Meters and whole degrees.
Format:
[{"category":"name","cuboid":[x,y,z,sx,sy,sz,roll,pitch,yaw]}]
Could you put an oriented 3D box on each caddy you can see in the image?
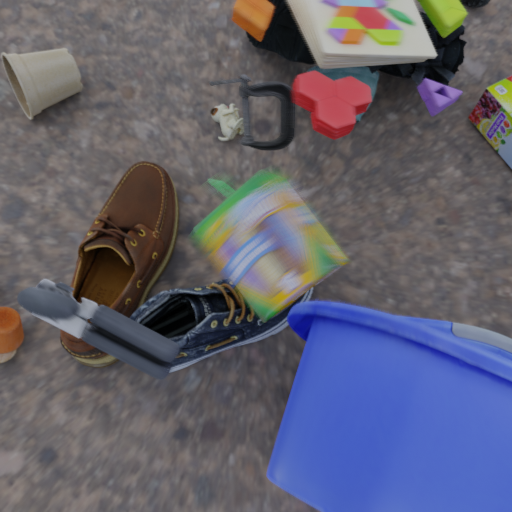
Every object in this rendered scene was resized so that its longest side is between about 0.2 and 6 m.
[{"category":"caddy","cuboid":[2.249,1.945,5.851,4.574,3.233,2.401,24,76,9]}]

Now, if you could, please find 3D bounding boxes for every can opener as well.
[{"category":"can opener","cuboid":[-1.754,0.834,6.130,1.792,0.599,0.478,27,105,4]}]

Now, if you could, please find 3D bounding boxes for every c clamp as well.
[{"category":"c clamp","cuboid":[0.010,-1.878,7.435,1.051,1.231,0.167,-10,47,1]}]

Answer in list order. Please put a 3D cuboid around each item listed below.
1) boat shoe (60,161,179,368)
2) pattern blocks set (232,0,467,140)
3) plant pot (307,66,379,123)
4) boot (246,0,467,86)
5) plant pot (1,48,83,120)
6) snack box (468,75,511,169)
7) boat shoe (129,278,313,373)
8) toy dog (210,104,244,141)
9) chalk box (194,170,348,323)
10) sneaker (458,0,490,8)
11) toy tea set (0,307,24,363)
[{"category":"boat shoe","cuboid":[-1.862,-0.041,7.804,1.120,1.051,3.111,13,68,5]},{"category":"pattern blocks set","cuboid":[1.290,-3.189,7.278,3.210,0.296,3.652,-17,65,-20]},{"category":"plant pot","cuboid":[1.347,-2.519,8.912,1.132,1.132,0.758,5,94,2]},{"category":"boot","cuboid":[1.512,-3.748,9.117,2.798,1.264,3.415,-1,33,-21]},{"category":"plant pot","cuboid":[-3.413,-2.887,9.082,0.977,1.067,1.067,-27,70,-22]},{"category":"snack box","cuboid":[5.032,-1.874,8.669,2.169,0.870,2.572,-28,72,-12]},{"category":"boat shoe","cuboid":[-0.389,0.717,7.404,2.668,1.211,0.944,-26,70,-10]},{"category":"toy dog","cuboid":[-0.476,-2.205,9.108,0.569,0.410,0.587,-46,73,20]},{"category":"chalk box","cuboid":[0.102,-0.296,6.744,1.097,1.102,1.772,-38,84,16]},{"category":"sneaker","cuboid":[3.764,-5.502,10.242,1.011,0.743,2.235,-27,68,-8]},{"category":"toy tea set","cuboid":[-4.337,0.687,7.789,2.472,0.915,1.470,43,44,19]}]
